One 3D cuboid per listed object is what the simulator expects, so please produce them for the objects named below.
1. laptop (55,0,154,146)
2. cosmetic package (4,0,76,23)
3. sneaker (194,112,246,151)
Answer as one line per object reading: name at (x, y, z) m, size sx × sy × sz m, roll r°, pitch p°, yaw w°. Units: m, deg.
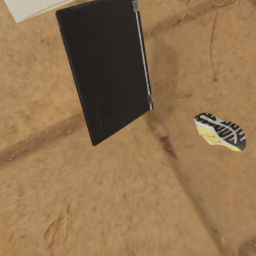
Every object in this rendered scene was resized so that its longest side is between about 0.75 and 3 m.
laptop at (-0.411, -1.430, 5.852) m, size 1.509 × 2.438 × 2.604 m, roll -14°, pitch 29°, yaw -6°
cosmetic package at (-1.613, -2.599, 5.524) m, size 1.389 × 0.508 × 0.719 m, roll -11°, pitch 31°, yaw 21°
sneaker at (2.193, 0.186, 6.651) m, size 0.578 × 0.668 × 1.480 m, roll -25°, pitch 36°, yaw -16°
